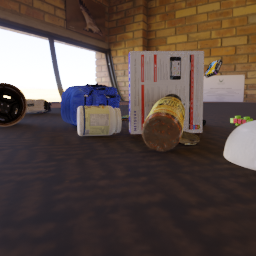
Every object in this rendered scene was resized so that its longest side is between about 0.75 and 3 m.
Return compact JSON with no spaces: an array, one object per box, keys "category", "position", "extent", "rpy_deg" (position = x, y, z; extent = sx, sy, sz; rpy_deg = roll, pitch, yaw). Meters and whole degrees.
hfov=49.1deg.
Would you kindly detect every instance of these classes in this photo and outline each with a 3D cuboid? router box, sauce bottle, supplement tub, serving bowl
[{"category":"router box","position":[1.249,-1.182,9.391],"extent":[2.437,2.716,0.663],"rpy_deg":[0,7,-3]},{"category":"router box","position":[4.024,-2.791,13.181],"extent":[0.220,0.860,0.642],"rpy_deg":[42,-30,-22]},{"category":"sauce bottle","position":[1.059,-0.344,7.599],"extent":[0.977,0.977,2.959],"rpy_deg":[1,21,12]},{"category":"supplement tub","position":[-0.932,-0.232,8.929],"extent":[1.319,0.957,0.957],"rpy_deg":[-1,7,-14]},{"category":"serving bowl","position":[3.296,0.234,5.543],"extent":[2.638,0.868,2.638],"rpy_deg":[0,8,0]}]

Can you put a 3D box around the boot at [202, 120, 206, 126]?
[{"category":"boot","position":[2.739,-0.294,11.913],"extent":[0.969,0.358,0.794],"rpy_deg":[4,6,-35]}]

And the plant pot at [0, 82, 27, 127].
[{"category":"plant pot","position":[-5.365,-0.936,12.148],"extent":[1.808,1.808,1.790],"rpy_deg":[-3,0,-22]}]

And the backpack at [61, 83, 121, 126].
[{"category":"backpack","position":[-1.525,-0.962,11.499],"extent":[2.210,1.796,1.855],"rpy_deg":[-4,10,-38]}]

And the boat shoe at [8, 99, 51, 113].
[{"category":"boat shoe","position":[-6.742,-1.433,19.305],"extent":[2.970,1.109,1.377],"rpy_deg":[2,-7,8]}]

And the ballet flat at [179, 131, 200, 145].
[{"category":"ballet flat","position":[1.350,0.251,7.781],"extent":[0.543,0.374,1.613],"rpy_deg":[0,11,-33]}]

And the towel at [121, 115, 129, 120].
[{"category":"towel","position":[0.612,-0.602,14.928],"extent":[1.622,0.240,2.212],"rpy_deg":[1,7,16]}]

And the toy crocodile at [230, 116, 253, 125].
[{"category":"toy crocodile","position":[4.705,-0.287,11.656],"extent":[0.368,0.402,1.191],"rpy_deg":[-6,9,-26]}]
